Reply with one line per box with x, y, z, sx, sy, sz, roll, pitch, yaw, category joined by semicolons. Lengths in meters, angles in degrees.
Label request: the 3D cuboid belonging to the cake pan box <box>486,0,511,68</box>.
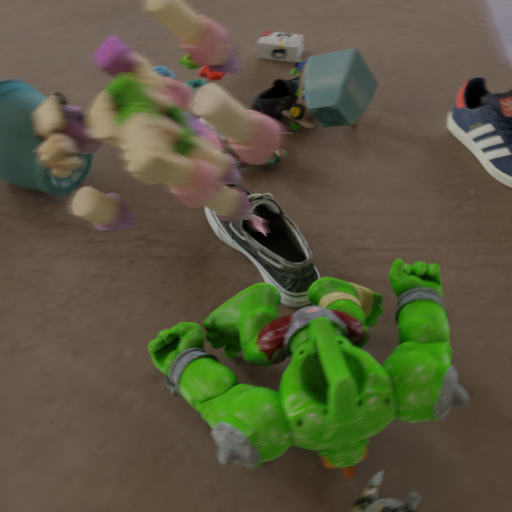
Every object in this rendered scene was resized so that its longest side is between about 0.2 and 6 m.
3.998;-3.194;8.118;0.484;1.852;1.706;-31;33;16;cake pan box

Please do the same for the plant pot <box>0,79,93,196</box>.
-4.314;-2.155;11.004;1.855;1.975;1.975;30;52;16;plant pot

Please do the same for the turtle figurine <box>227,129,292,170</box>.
0.104;-2.149;11.746;1.414;0.712;1.059;-9;29;12;turtle figurine

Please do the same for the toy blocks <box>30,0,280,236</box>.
-1.026;-1.437;7.309;2.658;2.237;2.484;-36;57;20;toy blocks

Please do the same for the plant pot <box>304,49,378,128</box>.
1.177;-2.387;8.259;0.831;0.833;0.849;5;68;38;plant pot

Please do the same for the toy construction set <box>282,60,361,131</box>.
1.528;-3.498;12.979;1.939;1.490;1.617;22;16;-2;toy construction set

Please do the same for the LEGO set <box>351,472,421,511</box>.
1.326;3.363;6.105;2.910;0.825;1.890;-17;48;-16;LEGO set

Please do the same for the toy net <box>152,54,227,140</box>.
-1.241;-3.670;13.332;1.954;0.719;3.725;-26;52;-27;toy net

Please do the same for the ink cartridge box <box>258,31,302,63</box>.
0.682;-5.827;15.600;1.123;0.465;0.818;10;46;9;ink cartridge box

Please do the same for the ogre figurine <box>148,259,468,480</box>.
0.754;1.377;7.305;4.165;2.044;2.497;3;32;-14;ogre figurine

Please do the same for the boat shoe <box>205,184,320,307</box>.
0.122;-0.556;9.808;1.170;1.151;3.247;-25;50;-23;boat shoe

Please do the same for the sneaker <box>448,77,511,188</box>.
5.274;-2.628;11.733;1.232;1.389;3.286;-18;48;-18;sneaker

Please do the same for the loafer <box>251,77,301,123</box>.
0.708;-3.866;13.394;0.767;0.793;2.260;30;52;27;loafer
